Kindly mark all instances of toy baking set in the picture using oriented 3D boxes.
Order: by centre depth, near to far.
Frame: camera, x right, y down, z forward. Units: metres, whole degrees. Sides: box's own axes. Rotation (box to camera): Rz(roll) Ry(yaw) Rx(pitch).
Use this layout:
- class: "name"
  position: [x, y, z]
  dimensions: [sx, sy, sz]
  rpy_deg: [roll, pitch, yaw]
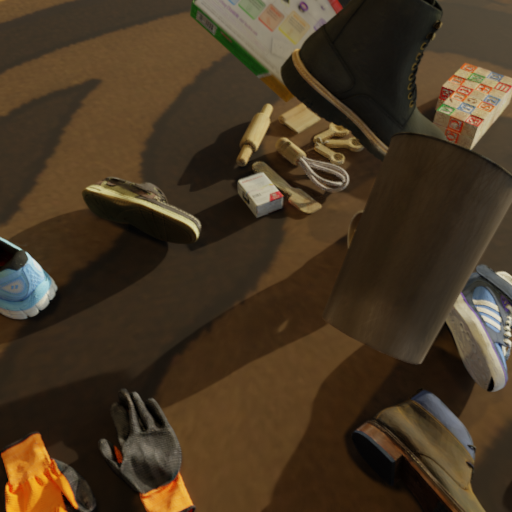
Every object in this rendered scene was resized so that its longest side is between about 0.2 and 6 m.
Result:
- class: "toy baking set"
  position: [0.865, -2.212, 11.566]
  dimensions: [2.480, 0.376, 3.231]
  rpy_deg: [16, 50, 14]

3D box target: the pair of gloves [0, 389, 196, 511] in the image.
- class: "pair of gloves"
  position: [-2.055, 2.821, 7.175]
  dimensions: [2.234, 0.276, 1.991]
  rpy_deg: [-22, 52, -19]

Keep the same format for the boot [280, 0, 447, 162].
- class: "boot"
  position: [2.275, -2.610, 8.241]
  dimensions: [3.194, 2.209, 1.237]
  rpy_deg: [20, 48, -29]

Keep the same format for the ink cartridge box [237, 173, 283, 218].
- class: "ink cartridge box"
  position: [0.071, -1.168, 10.673]
  dimensions: [0.575, 0.327, 0.789]
  rpy_deg: [-22, 52, -18]

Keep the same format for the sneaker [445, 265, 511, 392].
- class: "sneaker"
  position: [3.742, 1.010, 8.408]
  dimensions: [1.468, 0.808, 2.005]
  rpy_deg: [-9, 44, -3]

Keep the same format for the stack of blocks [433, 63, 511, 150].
- class: "stack of blocks"
  position: [4.673, -3.338, 12.387]
  dimensions: [1.254, 0.638, 2.178]
  rpy_deg: [29, 55, 24]

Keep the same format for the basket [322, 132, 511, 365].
- class: "basket"
  position: [1.577, -0.023, 5.691]
  dimensions: [1.333, 1.768, 1.961]
  rpy_deg: [26, 95, 20]

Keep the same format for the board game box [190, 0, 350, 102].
- class: "board game box"
  position: [0.635, -4.276, 9.055]
  dimensions: [2.138, 0.564, 2.795]
  rpy_deg: [40, 85, -10]

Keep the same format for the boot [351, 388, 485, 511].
- class: "boot"
  position: [2.495, 2.701, 6.838]
  dimensions: [1.224, 0.944, 2.526]
  rpy_deg: [-33, 54, -23]

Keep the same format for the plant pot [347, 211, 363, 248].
- class: "plant pot"
  position: [2.228, -0.245, 9.493]
  dimensions: [0.983, 1.074, 1.074]
  rpy_deg: [-3, 47, -18]

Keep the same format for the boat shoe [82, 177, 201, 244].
- class: "boat shoe"
  position: [-1.998, -0.935, 10.094]
  dimensions: [2.437, 0.892, 0.790]
  rpy_deg: [21, 57, 18]

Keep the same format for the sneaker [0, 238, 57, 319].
- class: "sneaker"
  position: [-4.640, -0.087, 9.033]
  dimensions: [2.973, 1.337, 1.165]
  rpy_deg: [15, 50, 13]
